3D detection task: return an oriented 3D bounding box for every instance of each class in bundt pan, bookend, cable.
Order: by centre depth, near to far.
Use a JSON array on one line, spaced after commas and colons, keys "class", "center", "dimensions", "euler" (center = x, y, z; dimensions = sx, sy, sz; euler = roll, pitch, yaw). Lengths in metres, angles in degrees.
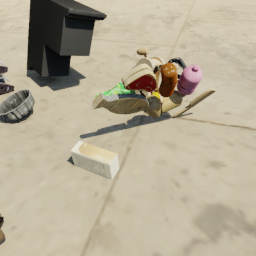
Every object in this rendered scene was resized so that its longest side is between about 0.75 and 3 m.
[{"class": "bundt pan", "center": [-2.971, -0.576, 7.554], "dimensions": [1.064, 0.399, 1.064], "euler": [-18, 38, 14]}, {"class": "bookend", "center": [-2.023, -2.556, 8.565], "dimensions": [1.171, 2.527, 2.543], "euler": [-10, 36, -39]}, {"class": "cable", "center": [1.669, -1.893, 9.268], "dimensions": [0.228, 0.899, 0.733], "euler": [-46, 15, -30]}]

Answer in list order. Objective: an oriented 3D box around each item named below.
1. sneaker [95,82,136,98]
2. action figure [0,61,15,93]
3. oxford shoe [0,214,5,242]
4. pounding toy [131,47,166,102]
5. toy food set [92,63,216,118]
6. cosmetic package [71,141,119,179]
[{"class": "sneaker", "center": [-0.347, -1.089, 8.328], "dimensions": [1.347, 0.563, 0.499], "euler": [-14, 41, -16]}, {"class": "action figure", "center": [-4.735, -2.205, 8.994], "dimensions": [0.958, 1.796, 2.760], "euler": [-22, 53, -40]}, {"class": "oxford shoe", "center": [-2.376, 1.581, 4.696], "dimensions": [0.498, 0.429, 1.180], "euler": [-14, 32, -38]}, {"class": "pounding toy", "center": [0.753, -1.486, 7.835], "dimensions": [0.968, 1.688, 0.965], "euler": [-16, 9, -34]}, {"class": "toy food set", "center": [0.735, -0.903, 6.360], "dimensions": [2.891, 1.838, 0.455], "euler": [7, 55, -48]}, {"class": "cosmetic package", "center": [-0.686, 0.667, 5.885], "dimensions": [0.958, 0.504, 0.341], "euler": [17, 46, 21]}]
